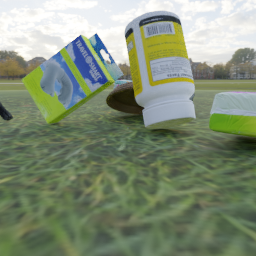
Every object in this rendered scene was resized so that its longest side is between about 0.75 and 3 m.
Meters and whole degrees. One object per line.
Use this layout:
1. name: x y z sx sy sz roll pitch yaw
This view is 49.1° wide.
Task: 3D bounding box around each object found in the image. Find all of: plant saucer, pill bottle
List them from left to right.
1. plant saucer: 0.550 -1.063 10.061 2.678 0.394 2.678 0 -16 0
2. pill bottle: 0.878 -1.474 7.525 1.604 2.806 1.604 -9 -8 -1

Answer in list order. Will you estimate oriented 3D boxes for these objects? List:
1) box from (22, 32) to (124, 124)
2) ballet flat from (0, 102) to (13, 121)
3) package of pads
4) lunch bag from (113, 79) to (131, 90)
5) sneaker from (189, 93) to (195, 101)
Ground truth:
1. box: -1.698 -1.506 8.485 2.710 1.653 0.646 -33 -2 15
2. ballet flat: -4.273 -0.626 9.456 0.327 0.984 0.280 -43 -9 20
3. package of pads: 3.226 -0.178 5.618 2.593 0.884 2.004 9 3 35
4. lunch bag: 0.506 -1.601 12.219 2.245 0.865 1.800 12 14 16
5. sneaker: 2.217 -1.278 12.251 0.845 0.804 2.133 26 0 -8
